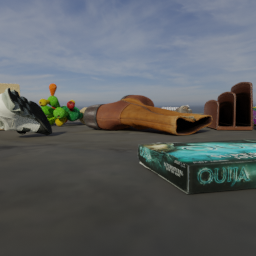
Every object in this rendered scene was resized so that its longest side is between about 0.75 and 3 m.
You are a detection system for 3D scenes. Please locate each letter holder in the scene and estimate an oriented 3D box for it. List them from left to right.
[{"bbox_3d":[2.811,-0.645,8.047,0.930,1.314,1.849,0,4,5],"label":"letter holder"}]

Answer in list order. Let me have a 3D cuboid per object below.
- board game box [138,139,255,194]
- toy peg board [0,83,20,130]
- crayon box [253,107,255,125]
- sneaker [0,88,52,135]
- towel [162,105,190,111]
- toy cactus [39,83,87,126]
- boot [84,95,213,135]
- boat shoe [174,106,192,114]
[{"bbox_3d":[0.979,0.264,2.415,1.570,0.221,1.062,-1,4,-16],"label":"board game box"},{"bbox_3d":[-3.553,-0.505,7.445,1.255,1.250,0.614,-2,-11,-31],"label":"toy peg board"},{"bbox_3d":[5.255,-0.425,9.788,2.236,0.652,1.929,1,5,23],"label":"crayon box"},{"bbox_3d":[-2.017,-0.180,5.250,0.681,0.570,1.539,-29,-28,6],"label":"sneaker"},{"bbox_3d":[2.394,-0.759,14.154,1.479,0.764,1.786,0,4,8],"label":"towel"},{"bbox_3d":[-1.938,-0.621,9.964,2.242,1.389,2.717,9,-7,-11],"label":"toy cactus"},{"bbox_3d":[0.766,-0.431,7.364,2.928,1.003,2.757,4,5,39],"label":"boot"},{"bbox_3d":[2.232,-0.495,11.734,0.692,0.703,1.887,-9,-9,24],"label":"boat shoe"}]
